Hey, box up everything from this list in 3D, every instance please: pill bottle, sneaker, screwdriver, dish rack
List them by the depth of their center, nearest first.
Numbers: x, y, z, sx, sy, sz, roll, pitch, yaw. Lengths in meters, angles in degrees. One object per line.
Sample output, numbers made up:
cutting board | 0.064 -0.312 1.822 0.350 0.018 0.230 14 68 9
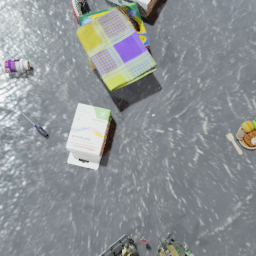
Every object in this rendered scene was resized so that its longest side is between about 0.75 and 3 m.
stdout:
dish rack | 0.001 4.920 9.630 1.543 0.549 2.011 -37 81 -7
screwdriver | -3.771 -0.174 11.036 1.601 0.223 0.233 36 110 10
pill bottle | -4.546 -2.529 11.429 0.984 0.553 0.553 -5 76 -2
sneaker | -2.077 -5.353 12.040 0.677 0.731 1.813 -9 76 -5

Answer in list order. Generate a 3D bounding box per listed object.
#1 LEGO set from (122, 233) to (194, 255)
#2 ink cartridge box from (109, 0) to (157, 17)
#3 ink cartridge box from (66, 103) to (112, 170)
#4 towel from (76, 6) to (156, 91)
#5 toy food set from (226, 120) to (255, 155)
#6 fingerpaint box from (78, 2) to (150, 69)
LEGO set | 1.065 4.274 9.653 2.564 0.727 1.665 27 85 0
ink cartridge box | 0.214 -6.067 12.105 2.198 0.941 1.622 26 77 8
ink cartridge box | -1.499 0.333 10.614 1.315 0.756 2.246 12 76 3
towel | -0.473 -3.068 10.734 2.154 0.342 3.000 -27 80 -6
toy food set | 4.762 0.273 10.858 1.591 0.319 1.098 -30 78 -7
fingerpaint box | -0.584 -3.806 11.556 2.508 0.920 2.092 -15 77 -4
